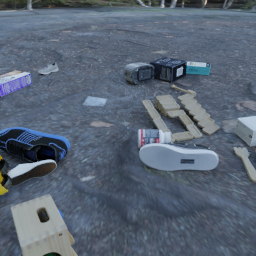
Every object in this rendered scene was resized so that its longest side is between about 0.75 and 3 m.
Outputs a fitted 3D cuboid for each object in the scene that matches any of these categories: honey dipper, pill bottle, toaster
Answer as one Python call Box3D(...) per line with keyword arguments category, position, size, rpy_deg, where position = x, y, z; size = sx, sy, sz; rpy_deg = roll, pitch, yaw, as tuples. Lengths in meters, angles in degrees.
Box3D(category="honey dipper", position=(2.409, -1.674, 12.344), size=(0.275, 0.275, 1.447), rpy_deg=(-16, 31, -26))
Box3D(category="pill bottle", position=(0.777, 0.327, 8.378), size=(0.950, 0.568, 0.568), rpy_deg=(0, 29, 1))
Box3D(category="toaster", position=(0.560, -2.690, 13.562), size=(1.537, 0.873, 0.993), rpy_deg=(-18, 32, -29))

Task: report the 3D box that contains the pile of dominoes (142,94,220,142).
Box3D(category="pile of dominoes", position=(1.821, -0.337, 10.040), size=(2.123, 0.434, 2.724), rpy_deg=(-7, 38, -14))

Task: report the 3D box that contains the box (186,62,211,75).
Box3D(category="box", position=(3.411, -3.190, 14.881), size=(1.847, 0.454, 0.760), rpy_deg=(8, 30, 14))

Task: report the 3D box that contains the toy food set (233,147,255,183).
Box3D(category="toy food set", position=(4.429, 0.823, 7.508), size=(2.675, 0.537, 1.847), rpy_deg=(1, 29, 2))

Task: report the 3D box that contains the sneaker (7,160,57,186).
Box3D(category="sneaker", position=(-2.503, 1.028, 7.224), size=(1.245, 0.453, 0.527), rpy_deg=(-17, 35, -25))

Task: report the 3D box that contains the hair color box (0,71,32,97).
Box3D(category="hair color box", position=(-5.404, -2.047, 12.688), size=(1.006, 0.596, 1.840), rpy_deg=(13, 30, 24))

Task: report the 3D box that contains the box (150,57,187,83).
Box3D(category="box", position=(2.021, -2.959, 14.089), size=(1.381, 0.811, 1.358), rpy_deg=(23, 36, 35))

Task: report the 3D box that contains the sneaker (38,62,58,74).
Box3D(category="sneaker", position=(-4.249, -3.164, 14.799), size=(0.448, 0.491, 1.199), rpy_deg=(20, 35, 32))

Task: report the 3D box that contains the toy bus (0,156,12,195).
Box3D(category="toy bus", position=(-3.651, 1.158, 6.501), size=(1.472, 1.041, 1.533), rpy_deg=(-35, 39, -9))

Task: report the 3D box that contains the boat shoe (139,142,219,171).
Box3D(category="boat shoe", position=(1.354, 0.680, 7.626), size=(2.110, 0.738, 0.699), rpy_deg=(2, 23, 1))

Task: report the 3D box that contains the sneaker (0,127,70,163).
Box3D(category="sneaker", position=(-2.800, 0.517, 7.813), size=(2.238, 0.785, 0.872), rpy_deg=(4, 22, 5))

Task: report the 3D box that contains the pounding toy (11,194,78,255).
Box3D(category="pounding toy", position=(-1.239, 2.042, 4.732), size=(0.991, 1.283, 1.394), rpy_deg=(-16, 24, -25))

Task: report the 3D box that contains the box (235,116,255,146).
Box3D(category="box", position=(4.018, 0.075, 8.826), size=(0.883, 0.577, 0.878), rpy_deg=(-6, 29, -11))
